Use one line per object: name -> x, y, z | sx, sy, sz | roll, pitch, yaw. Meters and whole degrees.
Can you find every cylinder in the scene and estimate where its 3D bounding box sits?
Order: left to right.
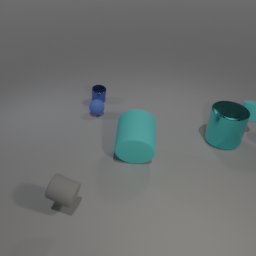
cylinder -> -1.710, 1.647, 7.410 | 0.700, 0.700, 0.700 | 23, 35, 3
cylinder -> -1.451, -1.675, 13.947 | 0.700, 0.700, 0.700 | 5, 46, -5
cylinder -> 0.282, 0.300, 9.845 | 1.400, 1.400, 1.400 | 3, 49, 4
cylinder -> 3.783, -0.117, 10.772 | 1.400, 1.400, 1.400 | 3, 35, -2
cylinder -> 4.954, -0.689, 11.222 | 0.700, 0.700, 0.700 | 3, 17, -1

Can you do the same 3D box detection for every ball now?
ball -> -1.419, -0.956, 12.750 | 0.700, 0.700, 0.700 | 0, 31, 0
